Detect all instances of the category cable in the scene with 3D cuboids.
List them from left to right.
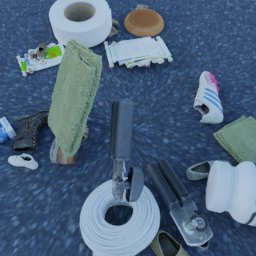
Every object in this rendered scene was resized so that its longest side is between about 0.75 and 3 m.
[{"bbox_3d":[-0.249,2.338,7.467,2.156,0.746,2.156,-27,46,-9],"label":"cable"}]

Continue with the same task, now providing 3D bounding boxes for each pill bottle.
[{"bbox_3d":[3.691,1.815,7.488,2.885,1.671,1.671,11,56,8],"label":"pill bottle"}]

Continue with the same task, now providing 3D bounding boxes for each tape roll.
[{"bbox_3d":[-2.051,-4.748,12.316,2.638,0.923,2.638,0,59,0],"label":"tape roll"}]

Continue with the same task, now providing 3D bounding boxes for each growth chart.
[{"bbox_3d":[-3.589,-2.983,11.791,2.145,0.190,1.552,-25,57,-18],"label":"growth chart"},{"bbox_3d":[0.379,-3.174,11.703,2.713,0.241,1.963,-7,52,-1],"label":"growth chart"}]

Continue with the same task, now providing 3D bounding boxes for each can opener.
[{"bbox_3d":[-0.014,0.554,6.685,0.819,0.653,2.448,3,94,-25],"label":"can opener"},{"bbox_3d":[1.380,2.132,7.949,0.742,0.930,2.782,-18,44,-12],"label":"can opener"}]

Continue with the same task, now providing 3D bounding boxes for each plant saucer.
[{"bbox_3d":[0.758,-4.968,13.025,1.844,0.345,1.844,1,59,-1],"label":"plant saucer"}]

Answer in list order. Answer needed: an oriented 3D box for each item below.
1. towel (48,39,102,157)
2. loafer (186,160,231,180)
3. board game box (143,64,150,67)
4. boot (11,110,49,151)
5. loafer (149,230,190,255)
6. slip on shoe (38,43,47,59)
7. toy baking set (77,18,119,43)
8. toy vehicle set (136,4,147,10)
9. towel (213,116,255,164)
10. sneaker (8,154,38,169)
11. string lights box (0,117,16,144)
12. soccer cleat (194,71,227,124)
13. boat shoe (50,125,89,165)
[{"bbox_3d":[-1.342,-0.750,6.797,0.464,2.543,1.887,6,26,-33],"label":"towel"},{"bbox_3d":[2.509,1.252,8.593,1.458,0.509,0.510,-14,56,-9],"label":"loafer"},{"bbox_3d":[0.636,-2.885,11.660,0.852,0.263,0.853,26,59,17],"label":"board game box"},{"bbox_3d":[-3.089,0.146,9.408,1.577,0.546,1.373,-12,56,3],"label":"boot"},{"bbox_3d":[1.228,3.350,7.045,0.699,0.620,1.838,-38,63,-23],"label":"loafer"},{"bbox_3d":[-3.657,-3.333,11.859,0.347,0.277,0.914,5,54,-6],"label":"slip on shoe"},{"bbox_3d":[-1.699,-4.722,12.936,2.508,0.292,1.925,29,60,19],"label":"toy baking set"},{"bbox_3d":[0.642,-5.839,13.844,0.478,0.102,0.770,12,56,8],"label":"toy vehicle set"},{"bbox_3d":[4.056,0.628,9.104,1.657,0.408,2.234,-26,58,-18],"label":"towel"},{"bbox_3d":[-3.351,0.961,8.764,1.000,0.578,0.369,10,57,9],"label":"sneaker"},{"bbox_3d":[-4.550,0.259,9.362,1.341,0.395,0.689,-32,61,-20],"label":"string lights box"},{"bbox_3d":[2.793,-1.164,10.119,0.998,0.807,2.311,-6,55,-2],"label":"soccer cleat"},{"bbox_3d":[-1.717,0.128,9.220,0.876,0.924,2.440,15,65,6],"label":"boat shoe"}]
